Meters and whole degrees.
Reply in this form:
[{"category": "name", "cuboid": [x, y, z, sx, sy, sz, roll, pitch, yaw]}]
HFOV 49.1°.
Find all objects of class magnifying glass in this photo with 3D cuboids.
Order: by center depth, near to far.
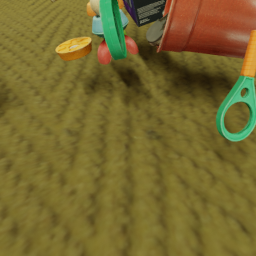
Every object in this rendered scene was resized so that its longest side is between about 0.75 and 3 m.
[{"category": "magnifying glass", "cuboid": [-0.227, -1.712, 3.987, 0.214, 0.762, 1.914, -11, 52, 10]}, {"category": "magnifying glass", "cuboid": [2.389, -0.815, 5.736, 0.893, 2.244, 0.251, 5, 11, -17]}]

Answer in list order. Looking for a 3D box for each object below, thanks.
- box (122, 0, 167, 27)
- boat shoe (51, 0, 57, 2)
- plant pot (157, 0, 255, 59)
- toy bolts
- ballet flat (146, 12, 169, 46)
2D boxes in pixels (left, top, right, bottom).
[{"category": "box", "cuboid": [0.198, -4.925, 9.009, 1.152, 2.063, 2.923, -19, 45, -3]}, {"category": "boat shoe", "cuboid": [-1.723, -4.061, 7.177, 0.599, 0.668, 1.804, -4, 71, 18]}, {"category": "plant pot", "cuboid": [2.249, -2.974, 7.192, 2.497, 2.567, 2.567, 12, 39, -1]}, {"category": "toy bolts", "cuboid": [-0.963, -2.881, 7.553, 2.362, 1.715, 2.473, -24, 36, -10]}, {"category": "ballet flat", "cuboid": [1.465, -2.862, 6.953, 0.544, 2.346, 0.790, 24, 34, -50]}]
